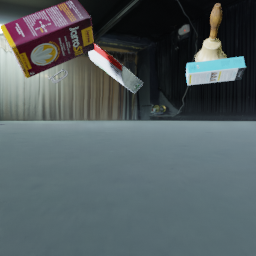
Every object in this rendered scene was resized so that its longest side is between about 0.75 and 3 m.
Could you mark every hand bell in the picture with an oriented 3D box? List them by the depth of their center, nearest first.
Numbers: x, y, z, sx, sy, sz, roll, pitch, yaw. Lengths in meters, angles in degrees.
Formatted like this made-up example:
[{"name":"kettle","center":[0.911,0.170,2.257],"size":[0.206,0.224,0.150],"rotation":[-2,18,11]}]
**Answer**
[{"name":"hand bell","center":[2.880,-3.153,9.441],"size":[1.118,1.118,2.148],"rotation":[0,-34,11]}]

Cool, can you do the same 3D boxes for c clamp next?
[{"name":"c clamp","center":[-2.936,-2.209,11.725],"size":[0.870,0.743,0.118],"rotation":[-30,-37,1]}]

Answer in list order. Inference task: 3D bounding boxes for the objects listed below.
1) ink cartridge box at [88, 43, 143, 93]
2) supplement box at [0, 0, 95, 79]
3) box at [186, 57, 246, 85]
[{"name":"ink cartridge box","center":[-0.839,-2.516,10.793],"size":[2.196,0.683,2.729],"rotation":[42,10,29]},{"name":"supplement box","center":[-2.359,-2.736,8.575],"size":[2.441,1.046,1.347],"rotation":[-28,-26,-15]},{"name":"box","center":[2.846,-1.868,9.229],"size":[1.784,0.439,0.734],"rotation":[-5,-23,7]}]
